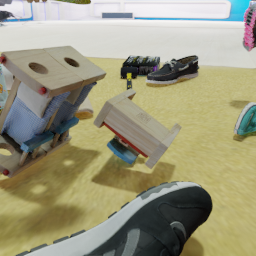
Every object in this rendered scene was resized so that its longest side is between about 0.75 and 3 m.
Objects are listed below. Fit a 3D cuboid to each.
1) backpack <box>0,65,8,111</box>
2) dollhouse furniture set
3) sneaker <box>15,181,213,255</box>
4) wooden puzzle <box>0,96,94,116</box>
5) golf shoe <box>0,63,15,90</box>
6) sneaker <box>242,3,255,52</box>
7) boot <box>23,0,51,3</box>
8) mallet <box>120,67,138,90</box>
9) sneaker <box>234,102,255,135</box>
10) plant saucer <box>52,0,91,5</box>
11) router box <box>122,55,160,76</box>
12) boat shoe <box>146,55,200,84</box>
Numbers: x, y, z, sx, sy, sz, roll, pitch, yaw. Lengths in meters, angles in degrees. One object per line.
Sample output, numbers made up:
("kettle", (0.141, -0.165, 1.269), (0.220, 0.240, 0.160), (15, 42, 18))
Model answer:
("backpack", (-4.596, -1.232, 7.224), (2.900, 2.223, 2.549), (25, 30, 38))
("dollhouse furniture set", (-0.888, 0.147, 5.070), (2.772, 1.954, 1.942), (37, 28, 7))
("sneaker", (0.027, 1.576, 2.835), (2.753, 1.043, 1.205), (-21, 43, -26))
("wooden puzzle", (-2.371, -0.877, 8.293), (2.442, 0.565, 2.262), (-8, 25, -12))
("golf shoe", (-3.445, -1.786, 9.764), (2.727, 1.060, 1.288), (-11, 27, -20))
("sneaker", (3.735, -2.928, 8.072), (0.677, 1.420, 0.561), (-14, 46, 3))
("boot", (-1.215, -1.852, 2.969), (1.742, 0.934, 0.654), (-13, 41, -14))
("mallet", (-0.063, -1.879, 10.784), (0.736, 0.460, 2.236), (3, 29, 6))
("sneaker", (3.317, -0.222, 6.838), (1.888, 0.732, 0.752), (-16, 38, -30))
("plant saucer", (-2.399, -4.855, 8.994), (2.060, 2.057, 0.493), (15, 64, 16))
("router box", (0.640, -2.837, 12.637), (1.514, 0.518, 2.030), (4, 25, 9))
("boat shoe", (1.846, -2.346, 11.168), (2.853, 0.861, 1.054), (-17, 30, -33))
